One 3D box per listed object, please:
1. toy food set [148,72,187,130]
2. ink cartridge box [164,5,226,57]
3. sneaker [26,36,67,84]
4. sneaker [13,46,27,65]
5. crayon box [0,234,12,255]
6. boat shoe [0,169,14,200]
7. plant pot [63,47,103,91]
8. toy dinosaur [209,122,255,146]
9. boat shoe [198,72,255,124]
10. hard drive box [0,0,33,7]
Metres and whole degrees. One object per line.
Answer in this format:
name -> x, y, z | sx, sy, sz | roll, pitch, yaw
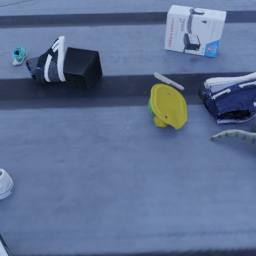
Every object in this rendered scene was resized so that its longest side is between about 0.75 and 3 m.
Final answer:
toy food set -> 0.985, -0.593, 7.522 | 1.055, 0.586, 1.793 | 21, 44, -13
ink cartridge box -> 2.299, -3.372, 9.775 | 1.876, 1.361, 0.785 | 13, 45, 14
sneaker -> -2.610, -2.257, 9.006 | 1.265, 0.826, 2.261 | -8, 42, -3
sneaker -> -3.736, -2.573, 9.636 | 0.397, 0.408, 1.025 | -4, 43, -4
crayon box -> -2.738, 2.871, 3.669 | 2.855, 0.725, 1.812 | -29, 51, -28
boat shoe -> -3.316, 1.174, 5.501 | 1.923, 0.671, 0.682 | -8, 44, -8
plant pot -> -1.417, -1.695, 8.374 | 0.996, 0.994, 0.884 | 11, 57, 11
toy dinosaur -> 3.327, 0.243, 6.602 | 2.482, 0.589, 1.094 | 20, 53, 24
boat shoe -> 3.359, -0.769, 7.433 | 2.726, 1.018, 1.264 | -10, 49, 1
hard drive box -> -2.764, -2.678, 5.165 | 2.271, 0.872, 1.770 | -14, 32, -4
